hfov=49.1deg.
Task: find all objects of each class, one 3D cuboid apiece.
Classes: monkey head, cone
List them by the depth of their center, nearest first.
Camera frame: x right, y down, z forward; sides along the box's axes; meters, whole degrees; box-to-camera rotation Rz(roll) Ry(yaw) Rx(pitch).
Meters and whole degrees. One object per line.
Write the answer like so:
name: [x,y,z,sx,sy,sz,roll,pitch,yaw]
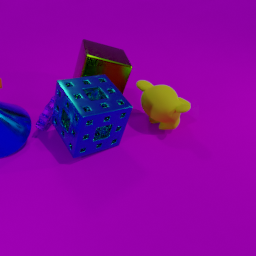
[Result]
cone: [-3.151,-0.309,6.192,1.519,1.525,1.519,-1,62,3]
monkey head: [1.038,-0.678,7.345,1.329,1.113,1.847,-32,45,-21]

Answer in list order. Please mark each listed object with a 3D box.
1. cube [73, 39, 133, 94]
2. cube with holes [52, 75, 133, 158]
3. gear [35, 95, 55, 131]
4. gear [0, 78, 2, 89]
cube: [-0.805,-1.627,8.266,1.327,1.327,1.327,10,32,-21]
cube with holes: [-0.880,-0.306,6.472,1.247,1.247,1.247,-14,51,-34]
gear: [-1.978,-0.448,7.209,0.204,1.104,1.104,33,38,-8]
gear: [-3.717,-1.063,6.727,1.259,0.233,1.259,-2,5,0]
